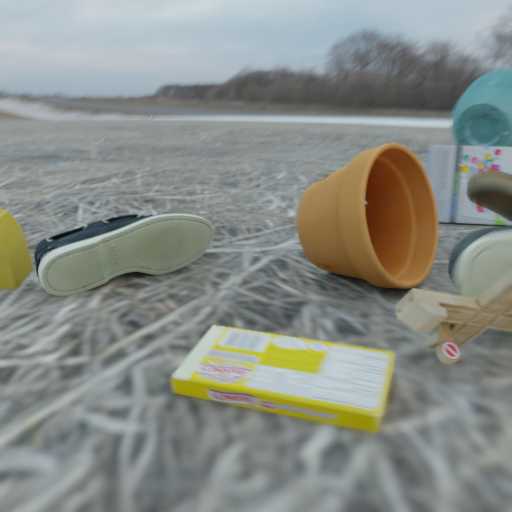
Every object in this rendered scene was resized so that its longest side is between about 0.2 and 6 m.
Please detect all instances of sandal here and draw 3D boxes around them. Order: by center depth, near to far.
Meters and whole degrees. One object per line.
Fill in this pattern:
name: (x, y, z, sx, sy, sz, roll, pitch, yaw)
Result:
sandal: (4.854, -0.453, 9.134, 3.090, 0.834, 1.241, 26, -17, 19)

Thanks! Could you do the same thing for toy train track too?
toy train track: (2.815, 0.810, 5.500, 2.973, 1.705, 0.484, 9, 54, -14)

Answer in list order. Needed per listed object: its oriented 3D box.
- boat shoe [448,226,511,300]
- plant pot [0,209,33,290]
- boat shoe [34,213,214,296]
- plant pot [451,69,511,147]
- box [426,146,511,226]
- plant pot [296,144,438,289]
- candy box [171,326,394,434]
boat shoe: (3.625, 0.179, 6.744, 3.454, 1.241, 1.168, 3, 21, -22)
plant pot: (-3.971, -0.131, 8.260, 0.999, 1.029, 1.006, -2, 17, -7)
boat shoe: (-1.981, -0.184, 8.464, 2.746, 1.026, 0.911, -22, 38, -29)
plant pot: (8.723, -4.971, 20.621, 3.213, 3.213, 2.578, 12, 33, 35)
box: (4.555, -1.451, 11.516, 2.040, 1.590, 0.420, 4, 13, 10)
plant pot: (1.573, -0.499, 8.279, 1.422, 2.032, 2.032, -7, 7, 45)
candy box: (0.277, 1.125, 5.379, 1.939, 0.256, 0.991, 6, 27, 19)
